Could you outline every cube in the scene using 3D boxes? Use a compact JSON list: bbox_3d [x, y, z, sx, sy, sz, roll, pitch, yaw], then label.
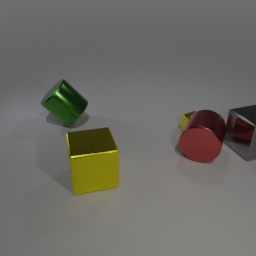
[{"bbox_3d":[2.632,-0.174,11.297,0.700,0.700,0.700,-18,35,-28],"label":"cube"},{"bbox_3d":[4.519,0.122,10.091,1.400,1.400,1.400,-10,32,-18],"label":"cube"},{"bbox_3d":[-1.101,0.973,8.638,1.400,1.400,1.400,-8,31,-13],"label":"cube"}]

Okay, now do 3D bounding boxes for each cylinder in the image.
[{"bbox_3d":[2.649,0.257,9.853,1.400,1.400,1.400,12,32,20],"label":"cylinder"},{"bbox_3d":[-2.615,-1.053,11.583,1.400,1.400,1.400,-36,27,22],"label":"cylinder"}]
